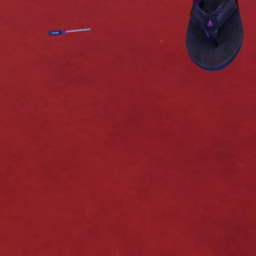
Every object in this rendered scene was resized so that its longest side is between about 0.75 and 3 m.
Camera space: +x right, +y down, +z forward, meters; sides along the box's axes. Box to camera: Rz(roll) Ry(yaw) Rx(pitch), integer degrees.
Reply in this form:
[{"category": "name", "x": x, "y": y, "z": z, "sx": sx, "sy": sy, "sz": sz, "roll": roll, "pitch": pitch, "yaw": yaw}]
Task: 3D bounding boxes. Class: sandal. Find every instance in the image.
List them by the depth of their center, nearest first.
[{"category": "sandal", "x": 1.144, "y": -1.714, "z": 3.777, "sx": 0.764, "sy": 0.487, "sz": 2.033, "roll": -2, "pitch": 69, "yaw": 33}]

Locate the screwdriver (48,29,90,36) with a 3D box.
[{"category": "screwdriver", "x": -1.746, "y": -2.853, "z": 8.333, "sx": 1.278, "sy": 0.178, "sz": 0.186, "roll": 0, "pitch": 83, "yaw": 3}]
